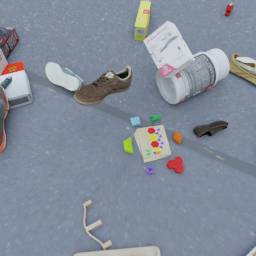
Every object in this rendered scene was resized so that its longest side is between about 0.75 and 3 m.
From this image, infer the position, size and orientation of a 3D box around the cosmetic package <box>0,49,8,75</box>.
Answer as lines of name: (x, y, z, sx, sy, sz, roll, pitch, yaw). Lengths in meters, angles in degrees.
cosmetic package: (-5.614, -2.700, 11.339, 0.977, 0.806, 0.805, 9, 56, 8)

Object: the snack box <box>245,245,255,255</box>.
snack box: (3.635, 3.632, 7.408, 2.651, 0.322, 0.953, -31, 61, -19)

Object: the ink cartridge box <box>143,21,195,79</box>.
ink cartridge box: (1.335, -2.555, 9.258, 0.616, 1.090, 1.488, -12, 73, -58)

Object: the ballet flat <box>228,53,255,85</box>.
ballet flat: (5.113, -2.192, 11.093, 2.541, 0.801, 0.872, 29, 61, 18)

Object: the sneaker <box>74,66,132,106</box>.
sneaker: (-0.694, -1.311, 8.107, 0.715, 0.767, 2.031, 40, 47, 25)

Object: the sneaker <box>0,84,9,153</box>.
sneaker: (-4.661, -0.580, 9.289, 1.137, 1.209, 2.952, -12, 77, -10)

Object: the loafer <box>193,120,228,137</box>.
loafer: (2.922, 0.090, 9.797, 1.235, 0.451, 0.441, -14, 60, 2)

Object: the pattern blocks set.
pattern blocks set: (0.866, 0.524, 9.607, 2.040, 0.188, 2.321, -1, 56, -1)

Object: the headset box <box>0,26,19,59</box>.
headset box: (-5.742, -3.754, 12.225, 1.345, 0.679, 1.809, 10, 56, 7)

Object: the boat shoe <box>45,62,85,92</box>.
boat shoe: (-2.525, -2.019, 11.217, 2.023, 0.737, 0.625, 33, 18, 28)

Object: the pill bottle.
pill bottle: (2.470, -2.001, 10.583, 2.508, 1.428, 1.428, -25, 59, -16)

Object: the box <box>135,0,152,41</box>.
box: (0.708, -5.049, 13.054, 0.531, 0.798, 2.120, 9, 55, 6)

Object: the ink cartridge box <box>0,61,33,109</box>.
ink cartridge box: (-5.352, -1.659, 10.851, 2.858, 0.622, 2.481, -17, 59, -11)

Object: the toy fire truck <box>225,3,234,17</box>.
toy fire truck: (4.965, -5.850, 13.662, 0.233, 0.674, 0.956, 25, 60, 15)

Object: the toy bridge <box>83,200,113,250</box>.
toy bridge: (-0.972, 2.823, 8.038, 0.498, 0.202, 1.483, -25, 59, -13)

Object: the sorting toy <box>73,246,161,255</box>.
sorting toy: (-0.238, 4.189, 6.961, 2.409, 0.439, 2.230, -5, 56, -3)
